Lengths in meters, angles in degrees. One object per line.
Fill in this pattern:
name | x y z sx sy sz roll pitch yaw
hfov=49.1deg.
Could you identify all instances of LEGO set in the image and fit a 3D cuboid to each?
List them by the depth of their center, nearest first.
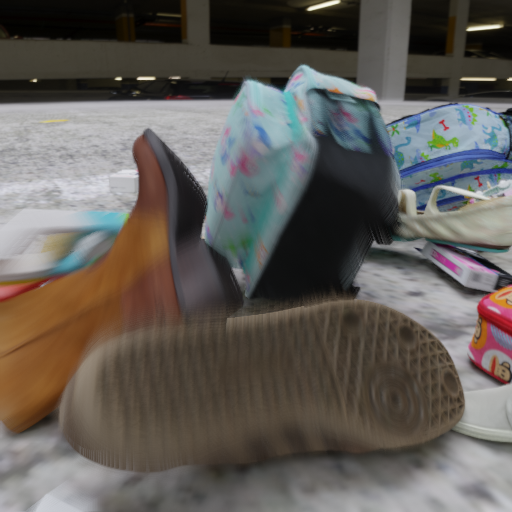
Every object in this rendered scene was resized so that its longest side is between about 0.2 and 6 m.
LEGO set | 4.237 -0.538 9.874 1.057 0.856 2.299 -20 -22 27

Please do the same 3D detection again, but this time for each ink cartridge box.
ink cartridge box | 3.144 0.107 8.546 0.818 0.320 1.726 11 15 -13
ink cartridge box | -3.267 -1.927 14.407 0.700 0.408 0.968 3 20 8

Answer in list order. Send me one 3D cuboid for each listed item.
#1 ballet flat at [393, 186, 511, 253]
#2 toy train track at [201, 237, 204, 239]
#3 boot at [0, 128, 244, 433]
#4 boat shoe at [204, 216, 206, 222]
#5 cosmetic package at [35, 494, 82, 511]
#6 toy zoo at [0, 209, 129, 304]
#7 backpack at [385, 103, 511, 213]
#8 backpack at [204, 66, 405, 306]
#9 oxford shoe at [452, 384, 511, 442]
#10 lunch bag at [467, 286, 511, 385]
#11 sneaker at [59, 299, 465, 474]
ballet flat | 2.645 -0.650 8.839 2.954 0.921 0.996 8 13 42
toy train track | -0.935 0.054 8.767 1.477 0.419 2.576 1 20 5
boot | -1.536 0.139 5.361 2.432 2.289 0.833 -28 -24 10
boat shoe | -1.519 -1.000 11.692 1.522 0.453 0.547 5 20 14
cosmetic package | -1.060 1.773 2.616 0.487 0.693 1.366 31 -7 -9
toy zoo | -2.313 0.124 6.122 0.253 1.624 2.476 52 19 12
backpack | 3.628 -1.747 10.581 2.628 1.931 2.405 1 -12 -45
backpack | 0.534 -1.054 7.454 2.251 2.655 2.991 19 39 -6
oxford shoe | 2.498 1.188 4.717 1.949 0.563 0.733 -13 13 36
lunch bag | 3.494 0.921 5.759 2.099 0.860 1.849 -11 27 -29
sneaker | 0.149 1.076 4.593 3.376 1.189 1.275 7 -29 -28
